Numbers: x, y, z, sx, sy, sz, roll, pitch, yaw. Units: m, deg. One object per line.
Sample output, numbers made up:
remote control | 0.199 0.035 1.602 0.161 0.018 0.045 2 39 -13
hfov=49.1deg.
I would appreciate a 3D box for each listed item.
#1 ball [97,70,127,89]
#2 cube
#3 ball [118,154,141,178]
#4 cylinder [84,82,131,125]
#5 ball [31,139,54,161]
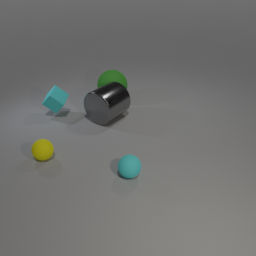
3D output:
ball | -0.724 -1.993 13.009 1.400 1.400 1.400 0 29 0
cube | -3.008 -1.192 11.638 0.700 0.700 0.700 35 42 -23
ball | 0.045 1.140 8.338 0.700 0.700 0.700 0 29 0
cylinder | -0.839 -1.032 11.466 1.400 1.400 1.400 19 36 31
ball | -2.782 0.709 9.131 0.700 0.700 0.700 0 29 0
